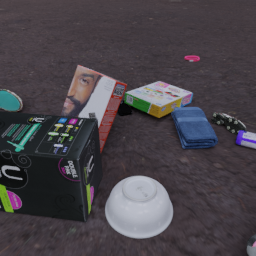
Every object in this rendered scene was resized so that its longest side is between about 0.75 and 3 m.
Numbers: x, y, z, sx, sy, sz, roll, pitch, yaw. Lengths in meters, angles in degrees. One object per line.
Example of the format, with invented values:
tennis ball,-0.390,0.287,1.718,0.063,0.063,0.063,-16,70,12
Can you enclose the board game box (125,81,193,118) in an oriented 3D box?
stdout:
board game box,1.217,-1.172,10.832,1.685,0.444,2.202,27,35,34

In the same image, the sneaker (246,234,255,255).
sneaker,3.395,2.178,5.822,2.427,0.959,1.158,-7,16,-15

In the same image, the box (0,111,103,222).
box,-2.070,0.859,6.651,2.602,1.933,1.617,5,34,7

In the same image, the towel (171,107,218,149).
towel,2.177,-0.049,9.354,1.135,0.493,2.032,-1,32,-3

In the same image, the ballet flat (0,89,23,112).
ballet flat,-4.879,-1.147,10.829,2.223,0.841,0.711,14,12,14

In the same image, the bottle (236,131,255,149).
bottle,4.034,0.428,8.702,1.237,0.404,0.517,15,32,20

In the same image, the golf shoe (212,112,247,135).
golf shoe,3.545,-0.221,9.624,0.586,0.514,1.331,-15,36,-35

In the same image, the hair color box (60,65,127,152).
hair color box,-1.134,-0.386,7.957,1.334,2.405,0.769,25,10,22

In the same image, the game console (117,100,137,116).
game console,0.192,-0.807,10.757,1.318,0.159,0.778,-8,43,-19

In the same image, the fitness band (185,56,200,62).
fitness band,3.516,-3.819,15.358,0.821,0.154,0.590,-2,33,-5

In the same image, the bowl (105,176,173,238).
bowl,0.261,1.652,6.560,1.652,0.742,1.652,-1,33,0
